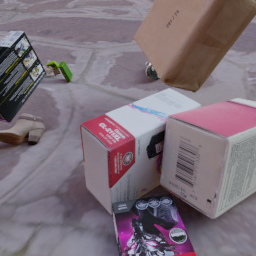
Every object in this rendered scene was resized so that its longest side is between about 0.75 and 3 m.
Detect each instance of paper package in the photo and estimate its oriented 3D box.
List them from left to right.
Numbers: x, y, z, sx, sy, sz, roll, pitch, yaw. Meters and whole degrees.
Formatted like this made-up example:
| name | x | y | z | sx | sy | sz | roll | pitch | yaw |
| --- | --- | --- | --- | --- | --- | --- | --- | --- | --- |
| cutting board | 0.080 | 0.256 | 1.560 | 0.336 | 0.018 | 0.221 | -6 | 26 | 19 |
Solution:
| name | x | y | z | sx | sy | sz | roll | pitch | yaw |
| --- | --- | --- | --- | --- | --- | --- | --- | --- | --- |
| paper package | 1.754 | -3.022 | 8.165 | 1.497 | 2.893 | 2.758 | 13 | 36 | -32 |

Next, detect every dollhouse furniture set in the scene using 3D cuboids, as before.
| name | x | y | z | sx | sy | sz | roll | pitch | yaw |
| --- | --- | --- | --- | --- | --- | --- | --- | --- | --- |
| dollhouse furniture set | -3.385 | -2.159 | 11.780 | 1.978 | 0.763 | 0.988 | -14 | 40 | 14 |

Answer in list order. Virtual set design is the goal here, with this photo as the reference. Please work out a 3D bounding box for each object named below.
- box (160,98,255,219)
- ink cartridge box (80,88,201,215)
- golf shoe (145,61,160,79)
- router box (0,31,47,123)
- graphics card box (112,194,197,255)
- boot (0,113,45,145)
| name | x | y | z | sx | sy | sz | roll | pitch | yaw |
| --- | --- | --- | --- | --- | --- | --- | --- | --- | --- |
| box | 2.219 | 0.469 | 6.252 | 2.723 | 1.741 | 1.483 | -14 | 27 | -37 |
| ink cartridge box | 0.354 | 0.445 | 6.599 | 2.675 | 1.949 | 1.108 | -25 | 42 | -31 |
| golf shoe | 1.116 | -2.580 | 12.162 | 0.862 | 0.755 | 1.957 | 1 | 26 | 29 |
| router box | -2.232 | -0.974 | 5.313 | 0.364 | 1.063 | 1.425 | 10 | 55 | 22 |
| graphics card box | 0.498 | 2.264 | 5.237 | 1.335 | 0.541 | 2.127 | -6 | 35 | -8 |
| boot | -3.183 | -0.011 | 8.312 | 1.376 | 0.483 | 1.006 | 14 | 46 | -26 |
